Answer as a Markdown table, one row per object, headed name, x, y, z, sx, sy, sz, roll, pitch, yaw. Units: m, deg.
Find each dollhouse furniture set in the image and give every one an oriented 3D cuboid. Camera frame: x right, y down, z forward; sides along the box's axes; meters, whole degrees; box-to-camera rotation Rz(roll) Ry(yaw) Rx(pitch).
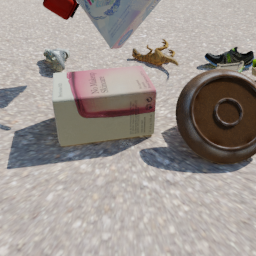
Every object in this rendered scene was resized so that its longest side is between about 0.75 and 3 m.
| name | x | y | z | sx | sy | sz | roll | pitch | yaw |
| --- | --- | --- | --- | --- | --- | --- | --- | --- | --- |
| dollhouse furniture set | 4.224 | -1.668 | 9.765 | 2.575 | 0.994 | 1.287 | 1 | 38 | 36 |

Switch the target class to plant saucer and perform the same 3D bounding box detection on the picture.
| name | x | y | z | sx | sy | sz | roll | pitch | yaw |
| --- | --- | --- | --- | --- | --- | --- | --- | --- | --- |
| plant saucer | 2.318 | -0.343 | 6.604 | 2.349 | 0.377 | 2.349 | 0 | 79 | -2 |

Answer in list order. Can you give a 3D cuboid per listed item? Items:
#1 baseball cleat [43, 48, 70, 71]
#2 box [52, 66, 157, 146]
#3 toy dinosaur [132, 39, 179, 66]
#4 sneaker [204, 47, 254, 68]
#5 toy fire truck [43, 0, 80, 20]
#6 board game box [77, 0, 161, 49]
| name | x | y | z | sx | sy | sz | roll | pitch | yaw |
| --- | --- | --- | --- | --- | --- | --- | --- | --- | --- |
| baseball cleat | -2.686 | -2.829 | 11.136 | 1.024 | 0.671 | 1.924 | -20 | 41 | -25 |
| box | -0.658 | -0.658 | 7.480 | 2.520 | 1.373 | 1.611 | -7 | 36 | -10 |
| toy dinosaur | 1.376 | -2.823 | 11.244 | 2.690 | 0.813 | 1.429 | 21 | 58 | 40 |
| sneaker | 3.976 | -2.828 | 11.021 | 1.915 | 0.794 | 0.679 | 4 | 34 | 6 |
| toy fire truck | -1.612 | -4.178 | 8.340 | 1.478 | 2.021 | 2.297 | 28 | 21 | -19 |
| board game box | -0.109 | -1.416 | 2.681 | 0.198 | 0.914 | 0.910 | -24 | 78 | -50 |
